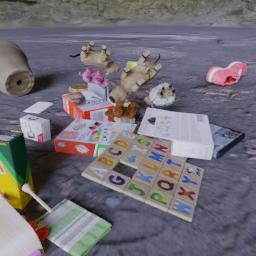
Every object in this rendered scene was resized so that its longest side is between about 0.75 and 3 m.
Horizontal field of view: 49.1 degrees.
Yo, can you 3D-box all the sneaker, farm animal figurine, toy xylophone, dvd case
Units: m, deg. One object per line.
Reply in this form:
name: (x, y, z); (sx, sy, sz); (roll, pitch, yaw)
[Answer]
sneaker: (5.059, -2.518, 13.663); (2.578, 0.950, 1.118); (-19, 43, -26)
farm animal figurine: (-0.137, -1.521, 8.784); (2.623, 2.652, 1.383); (-23, -7, -16)
toy xylophone: (-2.001, 1.622, 4.742); (1.285, 0.441, 1.755); (-24, 34, -31)
dvd case: (2.018, 0.147, 8.363); (2.348, 0.206, 1.675); (21, 31, 39)

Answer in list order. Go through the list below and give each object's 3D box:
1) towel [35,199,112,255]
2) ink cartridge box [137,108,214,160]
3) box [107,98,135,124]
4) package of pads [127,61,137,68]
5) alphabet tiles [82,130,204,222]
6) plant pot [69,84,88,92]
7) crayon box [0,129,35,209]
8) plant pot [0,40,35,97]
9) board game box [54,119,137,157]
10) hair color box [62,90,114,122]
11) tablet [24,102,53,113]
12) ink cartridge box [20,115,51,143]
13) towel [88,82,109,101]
towel: (-0.995, 1.753, 4.941); (1.173, 0.180, 0.875); (19, 33, 31)
ink cartridge box: (1.272, 0.069, 7.560); (1.821, 0.462, 2.066); (8, 23, 8)
box: (-0.239, -0.602, 9.487); (0.563, 0.624, 1.110); (-11, 27, -22)
package of pads: (0.398, -3.117, 14.896); (0.940, 0.726, 0.321); (13, 31, 23)
alphabet tiles: (0.595, 0.792, 6.509); (2.296, 0.104, 2.747); (20, 29, 13)
plant pot: (-2.195, -1.825, 12.765); (1.028, 0.141, 1.028); (0, 24, 0)
crayon box: (-2.814, 0.736, 5.502); (1.727, 1.490, 0.503); (6, 25, 14)
plant pot: (-5.031, -2.347, 11.902); (2.209, 2.209, 1.917); (-21, 47, -38)
board game box: (-0.831, 0.260, 7.870); (1.953, 0.394, 1.494); (6, 25, 13)
hair color box: (-1.431, -0.726, 9.769); (1.093, 0.630, 1.972); (-15, 27, -29)
tablet: (-3.359, -0.785, 10.568); (0.682, 0.072, 1.048); (6, 25, 14)
ink cartridge box: (-2.676, 0.020, 8.130); (0.848, 0.626, 0.363); (12, 26, 26)
towel: (-1.213, -1.476, 11.245); (0.939, 0.778, 0.402); (15, 34, 29)
